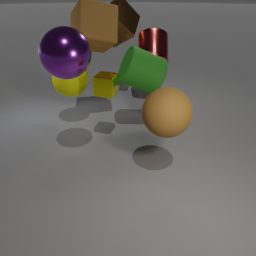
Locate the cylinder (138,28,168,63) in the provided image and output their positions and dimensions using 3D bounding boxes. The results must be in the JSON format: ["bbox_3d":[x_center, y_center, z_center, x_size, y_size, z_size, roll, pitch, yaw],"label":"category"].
[{"bbox_3d":[1.164,-3.672,13.016,1.400,1.400,1.400,1,-12,0],"label":"cylinder"}]

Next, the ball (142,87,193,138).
[{"bbox_3d":[1.076,-0.428,7.716,1.400,1.400,1.400,0,28,0],"label":"ball"}]

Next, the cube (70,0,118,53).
[{"bbox_3d":[-1.284,-3.726,10.371,1.400,1.400,1.400,1,-2,-26],"label":"cube"}]

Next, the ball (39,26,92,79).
[{"bbox_3d":[-1.694,-2.031,7.617,1.400,1.400,1.400,0,28,0],"label":"ball"}]

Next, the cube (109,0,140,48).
[{"bbox_3d":[-0.494,-4.919,13.058,1.400,1.400,1.400,-15,51,42],"label":"cube"}]

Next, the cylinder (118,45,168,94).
[{"bbox_3d":[0.527,-2.128,10.362,1.400,1.400,1.400,18,23,-19],"label":"cylinder"}]

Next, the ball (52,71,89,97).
[{"bbox_3d":[-2.253,-1.925,10.994,1.400,1.400,1.400,0,28,0],"label":"ball"}]

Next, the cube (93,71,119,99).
[{"bbox_3d":[-0.737,-1.491,9.608,0.700,0.700,0.700,10,30,14],"label":"cube"}]
